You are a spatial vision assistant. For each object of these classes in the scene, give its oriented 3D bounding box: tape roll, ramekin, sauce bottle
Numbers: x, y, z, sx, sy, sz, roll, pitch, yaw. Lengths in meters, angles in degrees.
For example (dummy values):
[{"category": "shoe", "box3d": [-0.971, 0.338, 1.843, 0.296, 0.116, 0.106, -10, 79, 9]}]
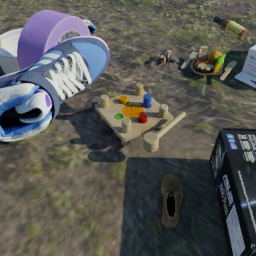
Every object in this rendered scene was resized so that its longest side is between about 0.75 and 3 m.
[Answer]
[{"category": "tape roll", "box3d": [-2.319, -2.455, 9.194, 1.059, 2.493, 2.493, 20, 47, 21]}, {"category": "ramekin", "box3d": [-3.658, -2.666, 10.358, 2.296, 1.205, 2.296, 0, 43, 0]}, {"category": "sauce bottle", "box3d": [2.581, -2.567, 7.095, 0.314, 0.314, 0.952, -27, 59, -25]}]

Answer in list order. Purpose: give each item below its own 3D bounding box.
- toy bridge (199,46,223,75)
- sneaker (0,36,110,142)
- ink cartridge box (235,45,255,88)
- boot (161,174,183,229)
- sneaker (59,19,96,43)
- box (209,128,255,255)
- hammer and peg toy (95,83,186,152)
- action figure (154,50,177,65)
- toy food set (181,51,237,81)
[{"category": "toy bridge", "box3d": [3.108, -2.661, 11.040, 0.627, 0.254, 1.866, -7, 44, -3]}, {"category": "sneaker", "box3d": [-1.183, -0.633, 4.604, 2.508, 1.010, 1.837, -27, 33, -11]}, {"category": "ink cartridge box", "box3d": [5.524, -2.459, 10.279, 2.980, 1.011, 1.729, -33, 53, -29]}, {"category": "boot", "box3d": [1.022, 1.550, 6.462, 0.514, 0.527, 1.397, 3, 43, 6]}, {"category": "sneaker", "box3d": [-2.255, -4.236, 12.333, 0.873, 0.790, 2.049, 37, 55, 27]}, {"category": "box", "box3d": [3.288, 1.467, 5.986, 2.429, 1.277, 2.966, 3, 44, 2]}, {"category": "hammer and peg toy", "box3d": [0.389, -0.246, 8.091, 1.822, 0.874, 2.477, -23, 48, -24]}, {"category": "action figure", "box3d": [1.534, -2.827, 11.114, 0.809, 0.423, 0.782, 25, 58, 23]}, {"category": "toy food set", "box3d": [2.951, -2.461, 10.443, 1.825, 0.366, 1.260, 24, 62, 32]}]
